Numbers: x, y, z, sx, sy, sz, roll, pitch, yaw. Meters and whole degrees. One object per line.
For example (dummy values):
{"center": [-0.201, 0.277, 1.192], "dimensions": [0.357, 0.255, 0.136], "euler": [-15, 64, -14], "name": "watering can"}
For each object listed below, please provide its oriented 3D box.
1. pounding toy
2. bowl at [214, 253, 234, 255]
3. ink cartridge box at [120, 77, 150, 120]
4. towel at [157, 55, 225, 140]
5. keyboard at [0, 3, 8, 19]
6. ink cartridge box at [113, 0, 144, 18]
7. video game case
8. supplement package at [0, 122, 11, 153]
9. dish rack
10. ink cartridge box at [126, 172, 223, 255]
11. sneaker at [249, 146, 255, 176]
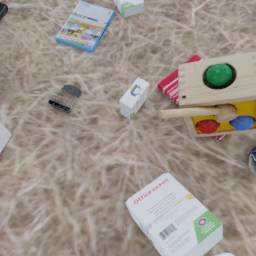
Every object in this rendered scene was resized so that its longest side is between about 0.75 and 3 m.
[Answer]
{"center": [2.374, -0.687, 7.663], "dimensions": [2.457, 2.669, 1.897], "euler": [-6, 63, 21], "name": "pounding toy"}
{"center": [2.038, 4.471, 6.759], "dimensions": [2.311, 0.864, 2.314], "euler": [-19, 65, -9], "name": "bowl"}
{"center": [0.225, -0.985, 9.412], "dimensions": [0.504, 0.837, 1.152], "euler": [32, 68, 15], "name": "ink cartridge box"}
{"center": [2.717, -1.172, 9.788], "dimensions": [2.129, 0.331, 2.944], "euler": [-39, 70, -16], "name": "towel"}
{"center": [-6.248, -5.185, 11.758], "dimensions": [2.522, 0.324, 1.514], "euler": [22, 73, 9], "name": "keyboard"}
{"center": [-0.018, -5.311, 11.675], "dimensions": [0.925, 0.533, 1.268], "euler": [-24, 66, -11], "name": "ink cartridge box"}
{"center": [-1.688, -4.123, 11.291], "dimensions": [1.620, 0.201, 2.263], "euler": [20, 66, 9], "name": "video game case"}
{"center": [-5.263, 0.201, 8.272], "dimensions": [2.415, 1.833, 1.820], "euler": [19, 66, 9], "name": "supplement package"}
{"center": [-2.141, -1.078, 9.763], "dimensions": [0.846, 0.301, 1.103], "euler": [23, 66, 10], "name": "dish rack"}
{"center": [1.156, 2.399, 7.333], "dimensions": [1.512, 0.877, 2.088], "euler": [-32, 43, -16], "name": "ink cartridge box"}
{"center": [4.640, 1.155, 8.344], "dimensions": [2.067, 0.786, 1.494], "euler": [38, 62, 23], "name": "sneaker"}
